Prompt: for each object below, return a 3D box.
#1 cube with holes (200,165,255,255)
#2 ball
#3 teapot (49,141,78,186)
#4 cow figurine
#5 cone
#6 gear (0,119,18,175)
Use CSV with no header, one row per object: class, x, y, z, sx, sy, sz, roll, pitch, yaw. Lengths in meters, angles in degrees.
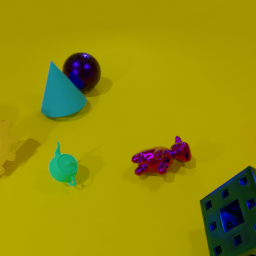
cube with holes,2.259,1.712,4.878,1.281,1.281,1.281,25,38,-19
ball,-1.523,-1.846,9.246,1.280,1.280,1.280,0,42,0
teapot,-1.465,0.853,6.460,0.684,0.538,1.099,-15,71,-43
cow figurine,0.849,0.690,6.832,1.316,0.723,1.295,-10,8,28
cone,-2.087,-1.313,8.342,1.446,1.452,1.446,-6,33,4
gear,-3.466,0.375,6.433,1.732,1.732,0.320,-36,23,-33
